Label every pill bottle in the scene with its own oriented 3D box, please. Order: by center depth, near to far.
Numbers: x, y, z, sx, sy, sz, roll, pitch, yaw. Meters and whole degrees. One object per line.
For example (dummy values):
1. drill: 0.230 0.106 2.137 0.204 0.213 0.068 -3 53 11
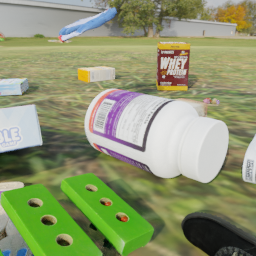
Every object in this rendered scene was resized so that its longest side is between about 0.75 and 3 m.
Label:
1. pill bottle: 0.432 0.096 4.839 2.306 1.285 1.285 18 26 41

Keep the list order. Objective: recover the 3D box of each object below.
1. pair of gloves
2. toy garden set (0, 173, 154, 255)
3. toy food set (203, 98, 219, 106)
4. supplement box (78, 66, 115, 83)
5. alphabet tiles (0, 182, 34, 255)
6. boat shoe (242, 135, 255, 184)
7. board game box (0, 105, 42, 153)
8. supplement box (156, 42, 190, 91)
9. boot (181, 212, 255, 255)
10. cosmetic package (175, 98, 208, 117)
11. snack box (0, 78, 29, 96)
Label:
1. pair of gloves: -1.104 -2.752 7.355 1.607 0.228 1.999 -26 29 -1
2. toy garden set: -0.738 1.366 2.194 2.650 0.529 2.209 -5 29 -46
3. toy food set: 2.823 -0.939 9.553 0.537 0.133 0.844 3 20 8
4. supplement box: -1.541 -2.664 13.787 1.567 0.576 0.988 -15 25 -38
5. alphabet tiles: -2.216 1.303 2.956 2.823 0.206 2.761 -3 15 -9
6. boat shoe: 2.696 0.282 4.950 0.790 0.854 2.314 8 21 33
7. board game box: -3.162 0.197 4.437 2.952 0.640 2.938 -11 5 -27
8. supplement box: 1.865 -2.676 11.915 1.219 1.835 1.810 1 19 3
9. boot: 0.891 1.296 2.762 1.082 0.407 0.809 14 24 34
10. cosmetic package: 0.967 -0.168 6.434 1.699 0.741 0.878 -17 25 -39
11. snack box: -4.629 -1.621 10.991 1.154 0.463 1.368 -3 21 -7
